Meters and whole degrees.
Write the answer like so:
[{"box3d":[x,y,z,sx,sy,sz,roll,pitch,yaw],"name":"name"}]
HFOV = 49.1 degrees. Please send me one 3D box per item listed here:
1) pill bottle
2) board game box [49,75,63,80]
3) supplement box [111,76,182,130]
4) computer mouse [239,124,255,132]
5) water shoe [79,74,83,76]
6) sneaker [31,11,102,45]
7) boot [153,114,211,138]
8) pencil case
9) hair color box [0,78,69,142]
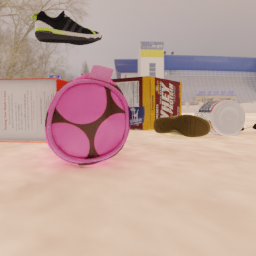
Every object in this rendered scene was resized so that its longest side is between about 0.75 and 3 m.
[{"box3d":[2.695,-0.329,8.582,1.018,1.018,1.702,-1,4,-8],"name":"pill bottle"},{"box3d":[-4.022,-1.584,15.745,0.571,2.537,1.929,0,3,-8],"name":"board game box"},{"box3d":[0.375,-0.996,11.623,2.859,1.899,2.820,3,5,34],"name":"supplement box"},{"box3d":[4.028,0.056,9.052,1.627,0.277,0.477,-6,19,-7],"name":"computer mouse"},{"box3d":[-2.154,-1.936,13.467,0.570,1.445,0.516,-30,-17,20],"name":"water shoe"},{"box3d":[-1.721,-3.009,8.292,2.201,0.912,0.789,-9,8,-40],"name":"sneaker"},{"box3d":[1.778,-0.083,8.113,1.710,0.616,1.323,2,3,40],"name":"boot"},{"box3d":[-0.759,-0.220,4.830,1.276,1.317,2.811,4,2,-17],"name":"pencil case"},{"box3d":[-2.923,-0.435,6.804,2.901,1.473,0.889,1,5,8],"name":"hair color box"}]
